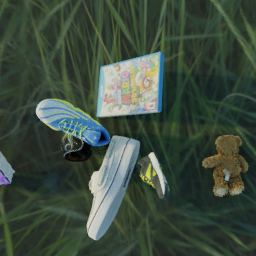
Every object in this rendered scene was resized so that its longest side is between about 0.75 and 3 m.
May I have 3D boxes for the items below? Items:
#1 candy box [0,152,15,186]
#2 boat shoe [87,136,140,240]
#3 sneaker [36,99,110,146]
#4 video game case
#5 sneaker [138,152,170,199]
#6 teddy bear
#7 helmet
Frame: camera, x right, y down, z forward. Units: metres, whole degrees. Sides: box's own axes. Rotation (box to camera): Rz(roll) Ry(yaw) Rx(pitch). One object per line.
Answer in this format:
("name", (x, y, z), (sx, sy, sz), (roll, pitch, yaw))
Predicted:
("candy box", (-3.955, 0.996, 7.516), (1.162, 0.496, 1.386), (-13, 128, 6))
("boat shoe", (-0.568, 1.474, 7.549), (0.935, 1.024, 2.845), (16, 71, 16))
("sneaker", (-1.190, -0.101, 6.837), (1.988, 1.044, 0.753), (25, 89, -41))
("video game case", (0.001, -1.119, 7.686), (2.157, 0.192, 1.543), (-3, 80, 40))
("sneaker", (0.630, 1.265, 7.111), (0.582, 0.512, 1.375), (-23, 41, 6))
("teddy bear", (2.814, 1.085, 8.018), (1.298, 0.598, 1.791), (-20, 91, 3))
("helmet", (-1.425, 0.430, 7.885), (0.914, 0.914, 0.872), (-4, 56, 0))
